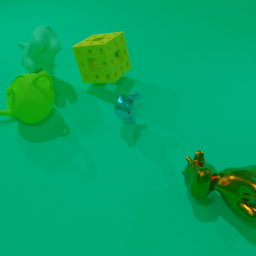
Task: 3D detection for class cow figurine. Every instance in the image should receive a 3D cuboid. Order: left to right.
[{"bbox_3d":[-2.517,-2.246,7.931,0.954,1.738,1.710,7,47,-32],"label":"cow figurine"},{"bbox_3d":[2.040,1.059,5.595,1.705,0.936,1.677,-9,29,-34],"label":"cow figurine"}]

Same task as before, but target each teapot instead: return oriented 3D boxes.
[{"bbox_3d":[-2.532,-0.743,6.932,0.998,2.038,1.267,17,48,-47],"label":"teapot"}]

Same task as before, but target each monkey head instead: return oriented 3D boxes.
[{"bbox_3d":[0.018,-0.527,6.783,0.734,1.021,0.615,-20,59,9],"label":"monkey head"}]

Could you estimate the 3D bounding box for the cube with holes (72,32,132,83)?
[{"bbox_3d":[-0.698,-1.966,7.850,1.057,1.057,1.057,5,35,30],"label":"cube with holes"}]
